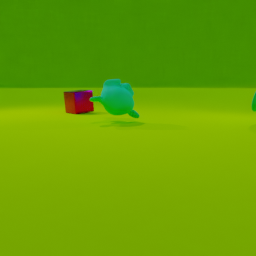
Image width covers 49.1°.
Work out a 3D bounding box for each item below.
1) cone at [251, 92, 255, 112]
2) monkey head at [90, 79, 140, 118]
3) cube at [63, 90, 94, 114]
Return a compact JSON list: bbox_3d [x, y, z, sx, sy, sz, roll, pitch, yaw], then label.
[{"bbox_3d":[4.586,-0.799,8.120,1.337,1.337,1.342,-8,34,-43],"label":"cone"},{"bbox_3d":[-0.446,-0.872,8.943,1.780,1.073,1.281,20,-24,-30],"label":"monkey head"},{"bbox_3d":[-2.088,-1.127,11.899,0.912,0.912,0.912,-13,15,-39],"label":"cube"}]
